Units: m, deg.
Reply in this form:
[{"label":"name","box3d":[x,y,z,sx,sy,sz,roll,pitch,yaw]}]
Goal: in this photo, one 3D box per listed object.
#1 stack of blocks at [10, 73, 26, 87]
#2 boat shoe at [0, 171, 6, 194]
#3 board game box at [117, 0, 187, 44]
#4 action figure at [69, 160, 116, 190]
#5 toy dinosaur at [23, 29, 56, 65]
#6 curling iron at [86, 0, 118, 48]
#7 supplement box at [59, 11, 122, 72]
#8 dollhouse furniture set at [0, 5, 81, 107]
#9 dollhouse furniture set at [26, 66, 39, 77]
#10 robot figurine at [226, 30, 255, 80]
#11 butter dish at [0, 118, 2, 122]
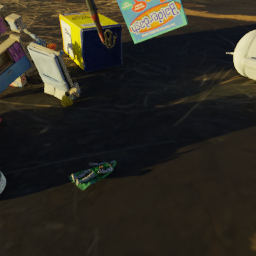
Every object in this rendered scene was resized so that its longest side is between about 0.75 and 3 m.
[{"label":"stack of blocks","box3d":[-3.931,-1.735,9.181,1.054,0.607,0.309,8,35,10]},{"label":"boat shoe","box3d":[-3.706,0.585,5.398,2.968,0.887,1.061,14,50,21]},{"label":"board game box","box3d":[0.548,-3.670,7.772,1.653,2.174,0.489,-15,33,20]},{"label":"action figure","box3d":[-0.641,0.876,5.658,0.968,0.265,0.572,-21,36,-33]},{"label":"toy dinosaur","box3d":[-3.068,-2.615,10.146,2.439,1.281,2.213,27,31,18]},{"label":"curling iron","box3d":[-0.615,-2.341,5.682,0.375,1.514,0.193,-14,36,19]},{"label":"supplement box","box3d":[-1.476,-3.460,10.905,1.532,1.522,2.797,-16,37,-22]},{"label":"dollhouse furniture set","box3d":[-2.849,-1.603,7.595,2.542,2.400,1.659,26,63,23]},{"label":"dollhouse furniture set","box3d":[-3.052,-1.858,9.859,0.825,0.654,0.586,-30,82,-4]},{"label":"robot figurine","box3d":[4.673,-2.240,9.054,2.378,1.583,2.804,-21,40,-36]},{"label":"butter dish","box3d":[-3.937,-0.212,6.593,1.328,0.981,1.324,3,35,4]}]
